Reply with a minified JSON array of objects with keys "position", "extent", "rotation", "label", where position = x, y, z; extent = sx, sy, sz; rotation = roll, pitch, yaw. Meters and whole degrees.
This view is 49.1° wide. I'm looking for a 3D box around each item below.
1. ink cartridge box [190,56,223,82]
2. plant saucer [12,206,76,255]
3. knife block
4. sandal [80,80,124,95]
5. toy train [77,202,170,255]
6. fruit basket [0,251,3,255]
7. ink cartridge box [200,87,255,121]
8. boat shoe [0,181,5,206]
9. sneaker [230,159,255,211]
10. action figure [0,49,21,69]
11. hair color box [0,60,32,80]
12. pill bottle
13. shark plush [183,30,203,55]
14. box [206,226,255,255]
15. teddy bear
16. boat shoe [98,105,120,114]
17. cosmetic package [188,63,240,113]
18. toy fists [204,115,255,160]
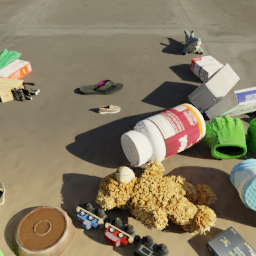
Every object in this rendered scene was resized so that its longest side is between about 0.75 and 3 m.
[{"position":[3.542,-2.572,12.322],"extent":[0.996,0.578,1.380],"rotation":[-14,42,-16],"label":"ink cartridge box"},{"position":[-1.993,2.401,6.598],"extent":[1.481,0.255,1.481],"rotation":[0,39,0],"label":"plant saucer"},{"position":[-4.447,-1.626,11.227],"extent":[1.467,0.535,1.671],"rotation":[-21,43,-24],"label":"knife block"},{"position":[-1.046,-1.668,11.354],"extent":[1.781,0.426,0.669],"rotation":[-7,40,-8],"label":"sandal"},{"position":[-0.238,2.431,6.460],"extent":[2.479,0.423,0.568],"rotation":[22,57,23],"label":"toy train"},{"position":[-3.097,3.196,5.130],"extent":[1.933,1.394,1.933],"rotation":[3,80,-16],"label":"fruit basket"},{"position":[3.934,-0.793,9.323],"extent":[2.379,2.384,0.484],"rotation":[-12,80,-13],"label":"ink cartridge box"},{"position":[-3.403,1.679,7.420],"extent":[0.283,0.250,0.773],"rotation":[-5,43,-28],"label":"boat shoe"},{"position":[3.856,1.568,6.968],"extent":[2.764,1.099,1.805],"rotation":[24,13,-5],"label":"sneaker"},{"position":[-5.695,-2.977,12.916],"extent":[0.998,0.462,1.690],"rotation":[5,47,4],"label":"action figure"},{"position":[-5.024,-2.423,12.235],"extent":[0.770,0.465,1.517],"rotation":[16,43,19],"label":"hair color box"},{"position":[1.036,0.230,8.368],"extent":[2.347,1.326,1.326],"rotation":[-22,45,-24],"label":"pill bottle"},{"position":[3.370,-4.553,14.435],"extent":[1.017,0.932,2.238],"rotation":[5,40,5],"label":"shark plush"},{"position":[2.345,2.761,6.151],"extent":[0.771,0.249,0.978],"rotation":[-22,44,-22],"label":"box"},{"position":[0.731,1.622,6.964],"extent":[2.990,0.998,2.168],"rotation":[22,42,24],"label":"teddy bear"},{"position":[-0.693,-0.718,10.351],"extent":[0.826,0.246,0.297],"rotation":[-6,40,-7],"label":"boat shoe"},{"position":[3.226,-1.502,10.498],"extent":[1.978,1.057,0.892],"rotation":[-36,89,-39],"label":"cosmetic package"},{"position":[3.662,0.316,8.621],"extent":[2.677,0.921,1.365],"rotation":[3,46,3],"label":"toy fists"}]
